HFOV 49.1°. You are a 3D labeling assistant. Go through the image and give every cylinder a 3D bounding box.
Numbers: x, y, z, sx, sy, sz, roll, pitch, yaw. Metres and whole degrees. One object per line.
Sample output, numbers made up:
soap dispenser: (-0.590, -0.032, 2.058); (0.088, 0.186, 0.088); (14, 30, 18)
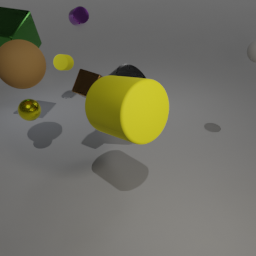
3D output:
cylinder: (-2.093, -4.735, 11.880); (0.700, 0.700, 0.700); (-15, 19, -24)
cylinder: (-0.034, -0.454, 6.382); (1.400, 1.400, 1.400); (-24, 26, -34)
cylinder: (-0.235, -1.129, 9.054); (1.400, 1.400, 1.400); (-28, 8, 43)
cylinder: (-2.876, -2.934, 12.542); (0.700, 0.700, 0.700); (6, 13, 10)

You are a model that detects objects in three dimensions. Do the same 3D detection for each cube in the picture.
cube: (-1.067, -1.208, 8.118); (0.700, 0.700, 0.700); (21, 0, 21)
cube: (-4.053, -3.089, 9.600); (1.400, 1.400, 1.400); (11, 58, 9)

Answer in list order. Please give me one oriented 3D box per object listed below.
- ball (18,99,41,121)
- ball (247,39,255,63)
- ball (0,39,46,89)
ball: (-3.099, -0.570, 8.817); (0.700, 0.700, 0.700); (0, 31, 0)
ball: (3.790, -2.217, 8.033); (0.700, 0.700, 0.700); (0, 31, 0)
ball: (-3.106, -1.841, 8.139); (1.400, 1.400, 1.400); (0, 31, 0)
